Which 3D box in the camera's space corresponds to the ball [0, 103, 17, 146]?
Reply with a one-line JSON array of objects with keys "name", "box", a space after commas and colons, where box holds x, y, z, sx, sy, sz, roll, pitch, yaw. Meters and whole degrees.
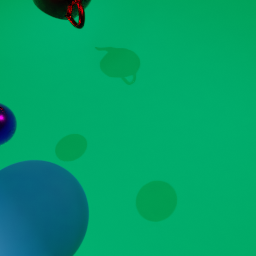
[{"name": "ball", "box": [-2.210, -0.061, 4.573, 0.738, 0.738, 0.738, 0, 57, 0]}]

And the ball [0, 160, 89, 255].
[{"name": "ball", "box": [-0.742, 0.686, 2.175, 0.871, 0.871, 0.871, 0, 57, 0]}]

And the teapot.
[{"name": "teapot", "box": [-1.388, -2.695, 5.522, 1.247, 0.982, 2.005, -18, 63, -42]}]
